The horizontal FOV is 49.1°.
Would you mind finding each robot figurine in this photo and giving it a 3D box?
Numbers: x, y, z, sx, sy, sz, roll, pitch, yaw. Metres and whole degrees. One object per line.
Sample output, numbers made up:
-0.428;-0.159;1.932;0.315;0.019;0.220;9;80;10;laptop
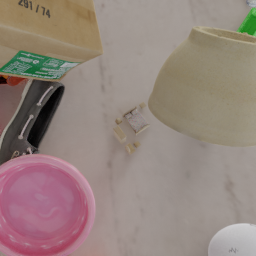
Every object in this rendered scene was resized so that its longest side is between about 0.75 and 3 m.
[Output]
2.425;3.023;5.389;1.694;1.407;2.255;-10;73;-19;robot figurine

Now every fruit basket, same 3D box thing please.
3.366;-2.720;7.501;0.620;0.860;0.860;36;77;10;fruit basket

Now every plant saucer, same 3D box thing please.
-1.837;1.624;5.842;2.312;0.586;2.312;-1;100;-5;plant saucer

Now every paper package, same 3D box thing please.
-2.163;-2.413;4.784;1.529;2.956;2.818;-18;80;38;paper package

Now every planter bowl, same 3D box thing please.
1.479;-0.832;4.567;2.085;2.085;1.403;13;117;4;planter bowl

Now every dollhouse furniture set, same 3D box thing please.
0.218;-0.054;6.740;1.092;0.533;0.931;-35;77;-9;dollhouse furniture set

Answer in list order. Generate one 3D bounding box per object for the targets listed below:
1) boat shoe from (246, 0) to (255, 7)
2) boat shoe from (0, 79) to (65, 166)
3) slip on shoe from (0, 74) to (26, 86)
3.959;-3.777;7.872;1.144;0.488;0.422;-9;74;-3;boat shoe
-2.231;0.033;6.508;0.803;0.942;2.819;10;70;8;boat shoe
-2.794;-1.429;7.004;2.494;0.924;0.763;-8;83;3;slip on shoe
